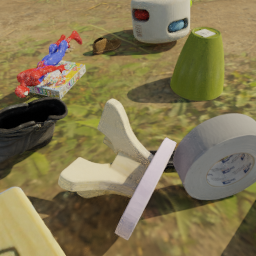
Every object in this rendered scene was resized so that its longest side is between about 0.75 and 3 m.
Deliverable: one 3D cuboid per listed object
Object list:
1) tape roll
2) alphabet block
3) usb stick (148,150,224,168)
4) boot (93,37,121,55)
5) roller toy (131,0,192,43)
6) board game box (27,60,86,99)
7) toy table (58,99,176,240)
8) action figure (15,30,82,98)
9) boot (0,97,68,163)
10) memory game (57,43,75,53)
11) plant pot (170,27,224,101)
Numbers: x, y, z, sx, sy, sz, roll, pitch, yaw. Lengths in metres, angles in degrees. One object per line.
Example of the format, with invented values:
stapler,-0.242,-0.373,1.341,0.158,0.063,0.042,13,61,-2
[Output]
tape roll,1.849,0.616,5.451,1.836,1.836,0.606,-9,43,-10
alphabet block,-1.699,2.222,3.720,1.754,1.745,1.786,-30,50,-27
usb stick,1.288,0.720,6.518,1.816,0.296,0.503,-1,37,0
boot,-0.796,-3.327,10.975,1.393,0.526,0.513,-32,48,-33
roller toy,1.283,-4.409,11.264,2.525,1.765,2.304,0,33,12
board game box,-2.312,-1.657,9.217,1.180,0.300,1.755,13,43,14
toy table,-0.102,0.728,5.228,1.421,2.231,2.427,28,18,10
action figure,-2.425,-1.918,8.511,0.973,0.769,2.975,1,42,32
boot,-2.737,0.185,5.788,2.844,1.872,0.992,-31,86,-29
memory game,-2.610,-3.185,11.155,0.956,0.061,0.956,0,41,0
plant pot,2.220,-2.035,8.519,1.683,1.799,1.683,0,41,0
